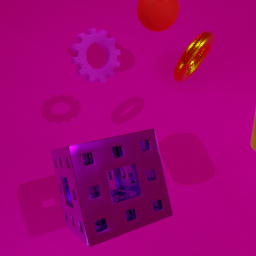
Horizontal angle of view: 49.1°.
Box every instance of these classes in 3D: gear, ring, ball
[{"bbox_3d":[-0.686,-1.553,6.076,1.115,1.115,0.206,-44,30,-20],"label":"gear"},{"bbox_3d":[1.408,-1.511,6.026,0.246,1.230,1.230,40,69,15],"label":"ring"},{"bbox_3d":[0.787,-3.133,7.412,1.115,1.115,1.115,0,63,0],"label":"ball"}]

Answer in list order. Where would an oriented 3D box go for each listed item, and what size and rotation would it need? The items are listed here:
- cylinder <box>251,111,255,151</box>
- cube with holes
[{"bbox_3d":[3.044,-0.104,5.348,1.158,1.158,1.158,2,104,1],"label":"cylinder"},{"bbox_3d":[-0.299,0.761,4.056,1.207,1.207,1.207,-11,88,-26],"label":"cube with holes"}]
